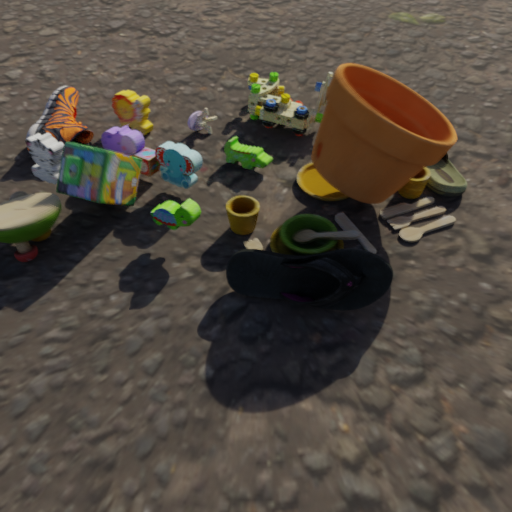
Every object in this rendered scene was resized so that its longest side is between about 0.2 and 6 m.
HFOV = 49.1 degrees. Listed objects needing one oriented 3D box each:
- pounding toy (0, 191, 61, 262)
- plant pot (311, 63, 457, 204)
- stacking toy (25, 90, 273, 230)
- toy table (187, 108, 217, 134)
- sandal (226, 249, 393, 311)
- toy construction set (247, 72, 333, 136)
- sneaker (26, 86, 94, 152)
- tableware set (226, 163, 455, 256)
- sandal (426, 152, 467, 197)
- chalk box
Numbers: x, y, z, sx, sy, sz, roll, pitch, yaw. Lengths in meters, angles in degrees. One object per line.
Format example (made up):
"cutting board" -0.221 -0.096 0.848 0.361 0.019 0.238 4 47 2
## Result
"pounding toy" -4.317 -0.499 10.329 1.865 0.866 1.440 16 40 40
"plant pot" 2.190 -2.165 10.535 2.499 1.749 2.499 20 36 -15
"stacking toy" -2.139 -2.129 11.512 4.093 0.962 3.086 22 41 19
"toy table" -1.245 -3.149 13.119 0.384 0.603 0.656 11 46 35
"sandal" 0.822 0.437 9.134 2.751 1.034 0.658 1 16 12
"toy construction set" 0.814 -3.692 13.338 2.415 1.113 1.584 6 44 22
"sneaker" -4.238 -3.010 12.866 1.230 0.852 2.195 10 56 4
"tableware set" 1.538 -1.142 11.009 4.329 0.664 2.916 -18 48 -16
"sandal" 3.674 -2.217 12.036 0.987 0.709 2.485 -20 48 -18
"chalk box" -3.032 -1.539 10.570 0.984 0.989 1.590 15 8 17
